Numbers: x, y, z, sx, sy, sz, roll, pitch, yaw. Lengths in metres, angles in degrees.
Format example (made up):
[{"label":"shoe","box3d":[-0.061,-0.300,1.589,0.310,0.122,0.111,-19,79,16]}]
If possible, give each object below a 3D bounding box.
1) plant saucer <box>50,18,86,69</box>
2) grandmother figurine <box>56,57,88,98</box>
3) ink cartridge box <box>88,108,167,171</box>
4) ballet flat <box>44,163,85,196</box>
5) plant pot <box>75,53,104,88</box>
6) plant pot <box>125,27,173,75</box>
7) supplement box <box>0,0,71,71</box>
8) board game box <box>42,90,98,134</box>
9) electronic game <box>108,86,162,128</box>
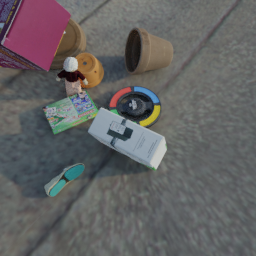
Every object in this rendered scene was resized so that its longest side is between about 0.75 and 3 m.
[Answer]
[{"label":"plant saucer","box3d":[-2.409,-2.901,9.056,2.105,0.310,2.105,3,71,-10]},{"label":"grandmother figurine","box3d":[-1.560,-1.379,7.762,0.863,1.422,0.431,-4,58,-10]},{"label":"ink cartridge box","box3d":[0.023,0.289,6.788,1.684,1.235,0.700,26,81,18]},{"label":"ballet flat","box3d":[-1.571,1.199,6.852,1.097,0.381,0.381,-39,66,-19]},{"label":"plant pot","box3d":[-1.228,-1.753,8.243,0.974,0.682,0.974,0,77,0]},{"label":"plant pot","box3d":[0.677,-2.297,8.527,1.207,1.384,1.384,-2,57,-20]},{"label":"supplement box","box3d":[-3.096,-2.654,7.545,2.672,1.379,1.749,15,80,39]},{"label":"board game box","box3d":[-1.596,-0.464,7.815,1.342,0.195,0.903,-24,59,-14]},{"label":"electronic game","box3d":[0.204,-0.594,7.964,1.521,0.317,1.521,0,59,0]}]
